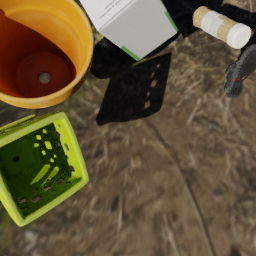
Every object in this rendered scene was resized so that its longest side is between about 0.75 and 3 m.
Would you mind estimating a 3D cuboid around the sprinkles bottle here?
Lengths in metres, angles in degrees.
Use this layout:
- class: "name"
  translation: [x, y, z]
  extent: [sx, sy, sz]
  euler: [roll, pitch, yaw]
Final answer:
- class: "sprinkles bottle"
  translation: [2.183, -2.425, 6.685]
  extent: [0.520, 0.520, 1.523]
  euler: [-25, 46, -14]

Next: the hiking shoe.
- class: "hiking shoe"
  translation: [2.375, -1.293, 6.094]
  extent: [0.469, 1.239, 0.624]
  euler: [5, 39, -19]

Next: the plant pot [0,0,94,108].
- class: "plant pot"
  translation: [-1.839, -1.348, 5.741]
  extent: [2.191, 2.006, 2.191]
  euler: [1, 81, -9]

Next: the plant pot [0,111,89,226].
- class: "plant pot"
  translation: [-1.733, 0.559, 4.828]
  extent: [1.289, 1.414, 1.421]
  euler: [8, 30, 46]

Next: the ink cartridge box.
- class: "ink cartridge box"
  translation: [-0.358, -3.020, 5.648]
  extent: [1.173, 2.023, 2.794]
  euler: [-34, 76, 18]
